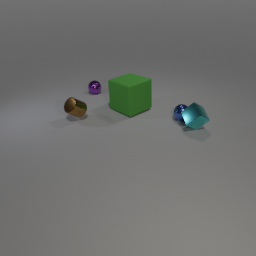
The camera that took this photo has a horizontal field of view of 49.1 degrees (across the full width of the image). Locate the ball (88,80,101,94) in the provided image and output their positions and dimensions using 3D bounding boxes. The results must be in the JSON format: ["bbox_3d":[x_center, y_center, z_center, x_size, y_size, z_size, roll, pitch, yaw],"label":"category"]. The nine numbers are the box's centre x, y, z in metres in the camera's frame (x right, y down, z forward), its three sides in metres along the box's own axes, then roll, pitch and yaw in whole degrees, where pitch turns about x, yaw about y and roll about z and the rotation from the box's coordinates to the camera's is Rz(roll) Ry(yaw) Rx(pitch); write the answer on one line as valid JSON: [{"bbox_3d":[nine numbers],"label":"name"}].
[{"bbox_3d":[-1.732,-2.120,14.569,0.700,0.700,0.700,0,29,0],"label":"ball"}]

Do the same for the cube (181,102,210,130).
[{"bbox_3d":[2.647,-0.466,11.041,0.700,0.700,0.700,19,44,-42],"label":"cube"}]

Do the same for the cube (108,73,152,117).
[{"bbox_3d":[0.104,-1.539,12.646,1.400,1.400,1.400,-25,35,-36],"label":"cube"}]

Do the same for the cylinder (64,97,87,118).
[{"bbox_3d":[-2.205,-0.860,11.771,0.700,0.700,0.700,27,3,39],"label":"cylinder"}]

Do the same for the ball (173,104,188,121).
[{"bbox_3d":[2.272,-0.662,11.851,0.700,0.700,0.700,0,29,0],"label":"ball"}]
